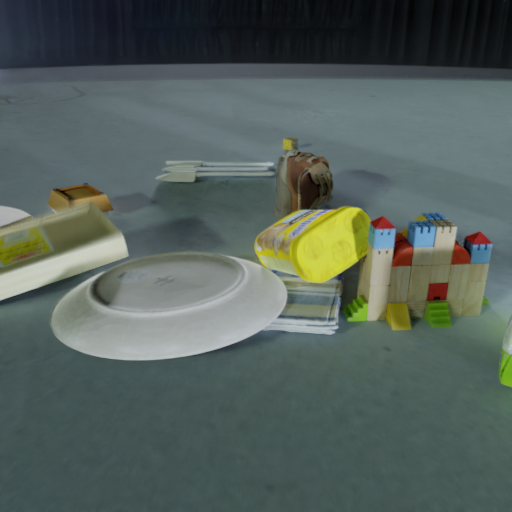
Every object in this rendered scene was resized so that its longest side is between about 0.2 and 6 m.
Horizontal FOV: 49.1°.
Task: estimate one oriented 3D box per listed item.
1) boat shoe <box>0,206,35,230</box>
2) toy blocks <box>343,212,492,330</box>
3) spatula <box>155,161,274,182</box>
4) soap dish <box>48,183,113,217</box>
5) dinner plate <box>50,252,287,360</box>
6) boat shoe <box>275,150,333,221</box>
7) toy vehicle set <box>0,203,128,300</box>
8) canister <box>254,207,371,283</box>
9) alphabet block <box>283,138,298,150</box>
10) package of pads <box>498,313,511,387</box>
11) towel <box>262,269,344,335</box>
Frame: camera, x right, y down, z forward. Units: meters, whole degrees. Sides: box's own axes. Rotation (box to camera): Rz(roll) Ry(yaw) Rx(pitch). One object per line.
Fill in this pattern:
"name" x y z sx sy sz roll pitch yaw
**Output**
"boat shoe" -5.100 -0.409 9.563 2.459 0.918 1.140 -8 14 -34
"toy blocks" 2.289 0.089 7.667 2.149 1.469 1.074 -2 24 -5
"spatula" -1.009 -2.227 14.641 2.985 0.240 2.075 1 18 -1
"soap dish" -3.672 -1.113 11.644 0.973 0.502 1.237 -17 28 -33
"dinner plate" -1.216 0.475 7.921 3.296 0.400 3.296 -4 19 1
"boat shoe" 1.066 -1.584 11.893 1.176 1.240 3.274 5 26 7
"toy vehicle set" -3.610 -0.021 8.749 2.772 0.368 1.722 -21 32 -22
"canister" 0.775 -0.205 8.151 1.222 0.712 1.645 -33 15 -16
"alphabet block" 1.054 -3.438 17.213 0.328 0.326 0.334 19 31 41
"package of pads" 4.757 0.856 6.293 3.389 1.156 2.619 13 27 27
"towel" 0.576 0.608 8.076 1.324 0.215 1.802 3 22 12
